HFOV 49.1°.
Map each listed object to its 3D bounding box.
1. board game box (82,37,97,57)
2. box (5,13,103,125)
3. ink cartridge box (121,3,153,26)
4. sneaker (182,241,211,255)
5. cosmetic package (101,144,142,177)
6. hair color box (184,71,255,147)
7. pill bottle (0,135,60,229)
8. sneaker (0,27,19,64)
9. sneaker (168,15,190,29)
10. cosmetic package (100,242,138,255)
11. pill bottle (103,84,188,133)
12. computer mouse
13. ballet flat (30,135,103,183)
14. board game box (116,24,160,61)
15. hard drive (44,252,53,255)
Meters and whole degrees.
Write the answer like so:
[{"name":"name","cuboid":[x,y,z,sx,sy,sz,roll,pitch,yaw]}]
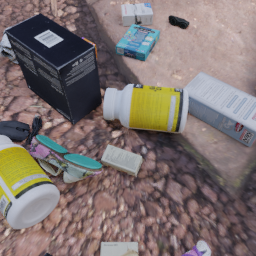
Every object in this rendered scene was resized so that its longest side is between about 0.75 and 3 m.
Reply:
[{"name":"board game box","cuboid":[-1.851,-3.112,11.629,0.792,0.791,0.791,35,59,24]},{"name":"box","cuboid":[-2.445,-2.020,9.663,2.835,2.581,1.476,37,61,25]},{"name":"ink cartridge box","cuboid":[0.423,-5.497,13.575,1.434,0.604,1.037,-4,53,-3]},{"name":"sneaker","cuboid":[1.772,3.814,6.335,1.000,0.910,2.262,-18,50,-5]},{"name":"cosmetic package","cuboid":[-0.179,1.005,8.616,1.132,0.494,0.585,20,67,14]},{"name":"hair color box","cuboid":[3.347,-0.726,9.750,2.865,0.868,1.418,33,59,23]},{"name":"pill bottle","cuboid":[-3.164,1.378,7.773,1.436,1.436,2.554,-35,60,-24]},{"name":"sneaker","cuboid":[-4.149,-3.493,11.812,2.751,1.034,1.581,3,53,9]},{"name":"sneaker","cuboid":[2.453,-5.125,13.481,1.109,0.421,0.503,34,50,15]},{"name":"cosmetic package","cuboid":[-0.203,3.677,6.504,0.948,0.669,1.831,-1,53,-1]},{"name":"pill bottle","cuboid":[0.579,-0.678,9.317,2.653,1.486,1.486,6,53,4]},{"name":"computer mouse","cuboid":[-3.836,0.037,9.422,1.744,0.460,1.208,-3,53,-2]},{"name":"ballet flat","cuboid":[-1.921,1.059,8.388,2.646,0.915,0.942,22,100,24]},{"name":"board game box","cuboid":[0.461,-3.797,12.382,1.371,0.426,1.817,20,55,14]},{"name":"hard drive","cuboid":[-1.989,4.133,6.260,1.531,0.480,2.270,22,56,16]}]
